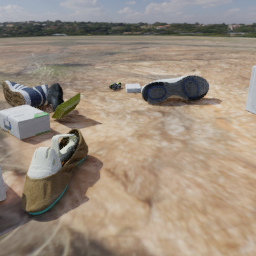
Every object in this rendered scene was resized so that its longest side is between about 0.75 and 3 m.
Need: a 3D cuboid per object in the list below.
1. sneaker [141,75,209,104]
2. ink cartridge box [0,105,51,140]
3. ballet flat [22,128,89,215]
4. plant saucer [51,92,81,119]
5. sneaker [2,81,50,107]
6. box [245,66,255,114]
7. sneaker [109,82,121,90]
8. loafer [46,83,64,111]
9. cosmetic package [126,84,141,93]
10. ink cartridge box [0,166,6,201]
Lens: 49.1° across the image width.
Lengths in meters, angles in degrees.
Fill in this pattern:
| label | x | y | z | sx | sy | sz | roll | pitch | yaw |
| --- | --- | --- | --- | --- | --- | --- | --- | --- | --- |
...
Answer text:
| label | x | y | z | sx | sy | sz | roll | pitch | yaw |
| --- | --- | --- | --- | --- | --- | --- | --- | --- | --- |
| sneaker | 1.917 | -1.706 | 11.643 | 2.941 | 1.096 | 1.281 | -3 | 18 | -9 |
| ink cartridge box | -3.168 | -0.220 | 8.543 | 1.375 | 0.602 | 0.999 | 21 | 30 | 39 |
| ballet flat | -1.500 | 0.674 | 5.907 | 0.865 | 0.922 | 2.550 | 0 | 22 | 16 |
| plant saucer | -2.004 | -0.678 | 9.314 | 0.981 | 0.235 | 0.980 | -41 | 2 | -33 |
| sneaker | -3.942 | -1.367 | 11.003 | 1.339 | 0.865 | 2.469 | -18 | 31 | -37 |
| box | 5.063 | -1.173 | 9.479 | 0.944 | 1.655 | 1.799 | -7 | 24 | -18 |
| sneaker | -0.670 | -1.989 | 13.299 | 0.378 | 0.345 | 0.934 | 3 | 14 | 25 |
| loafer | -2.576 | -1.009 | 9.869 | 0.554 | 0.536 | 1.579 | -26 | 43 | 5 |
| cosmetic package | 0.231 | -1.861 | 13.044 | 0.651 | 0.223 | 0.864 | 0 | 22 | -4 |
| ink cartridge box | -3.779 | 1.007 | 4.960 | 2.436 | 1.015 | 1.769 | -21 | 30 | -40 |
